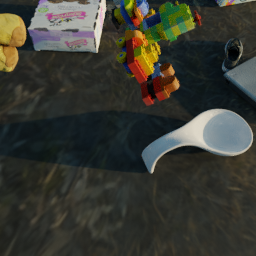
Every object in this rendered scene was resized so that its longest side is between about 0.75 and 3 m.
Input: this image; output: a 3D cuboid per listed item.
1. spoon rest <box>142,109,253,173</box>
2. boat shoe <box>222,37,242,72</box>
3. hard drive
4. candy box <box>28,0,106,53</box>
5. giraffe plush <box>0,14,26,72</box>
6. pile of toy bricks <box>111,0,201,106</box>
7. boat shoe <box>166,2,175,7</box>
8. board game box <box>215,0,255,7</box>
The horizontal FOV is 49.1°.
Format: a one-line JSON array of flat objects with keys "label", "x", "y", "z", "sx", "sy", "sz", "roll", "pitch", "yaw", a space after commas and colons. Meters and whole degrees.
[{"label": "spoon rest", "x": 1.662, "y": 0.272, "z": 6.535, "sx": 2.685, "sy": 0.814, "sz": 1.334, "roll": -18, "pitch": 57, "yaw": -11}, {"label": "boat shoe", "x": 3.223, "y": -2.306, "z": 8.524, "sx": 0.524, "sy": 0.432, "sz": 1.526, "roll": 16, "pitch": 57, "yaw": 11}, {"label": "hard drive", "x": 3.783, "y": -1.098, "z": 7.767, "sx": 1.338, "sy": 0.315, "sz": 1.917, "roll": -29, "pitch": 60, "yaw": -19}, {"label": "candy box", "x": -1.871, "y": -3.603, "z": 9.145, "sx": 2.037, "sy": 0.869, "sz": 2.428, "roll": 3, "pitch": 56, "yaw": 2}, {"label": "giraffe plush", "x": -3.266, "y": -1.604, "z": 5.035, "sx": 2.269, "sy": 1.958, "sz": 1.840, "roll": 27, "pitch": 29, "yaw": -17}, {"label": "pile of toy bricks", "x": 0.345, "y": -1.018, "z": 2.858, "sx": 0.764, "sy": 0.858, "sz": 1.547, "roll": -20, "pitch": 48, "yaw": 19}, {"label": "boat shoe", "x": 1.473, "y": -3.858, "z": 9.553, "sx": 0.585, "sy": 0.494, "sz": 1.642, "roll": -1, "pitch": 56, "yaw": 0}, {"label": "board game box", "x": 4.572, "y": -5.741, "z": 10.211, "sx": 2.969, "sy": 1.529, "sz": 1.557, "roll": -13, "pitch": 56, "yaw": -9}]
